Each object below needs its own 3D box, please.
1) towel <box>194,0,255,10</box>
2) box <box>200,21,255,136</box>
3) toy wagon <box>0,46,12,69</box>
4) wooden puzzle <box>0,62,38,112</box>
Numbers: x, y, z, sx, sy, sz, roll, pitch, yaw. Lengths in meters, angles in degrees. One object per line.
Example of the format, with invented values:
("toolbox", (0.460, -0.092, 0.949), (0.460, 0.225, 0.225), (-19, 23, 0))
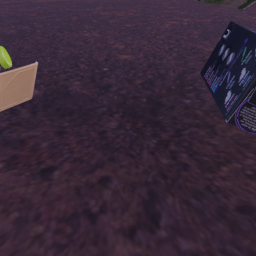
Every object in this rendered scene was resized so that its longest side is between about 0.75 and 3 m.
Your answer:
("towel", (2.288, -4.111, 8.247), (2.945, 0.452, 2.197), (13, 16, 5))
("box", (2.712, -0.987, 5.631), (1.672, 1.451, 2.735), (23, 27, -8))
("toy wagon", (-2.509, -1.057, 3.524), (1.491, 1.921, 0.380), (-23, 56, -5))
("wooden puzzle", (-2.326, -0.845, 5.766), (0.197, 0.981, 1.060), (36, 41, 10))
